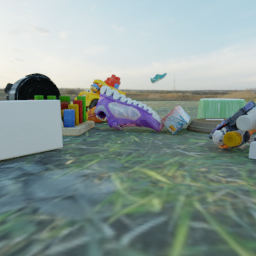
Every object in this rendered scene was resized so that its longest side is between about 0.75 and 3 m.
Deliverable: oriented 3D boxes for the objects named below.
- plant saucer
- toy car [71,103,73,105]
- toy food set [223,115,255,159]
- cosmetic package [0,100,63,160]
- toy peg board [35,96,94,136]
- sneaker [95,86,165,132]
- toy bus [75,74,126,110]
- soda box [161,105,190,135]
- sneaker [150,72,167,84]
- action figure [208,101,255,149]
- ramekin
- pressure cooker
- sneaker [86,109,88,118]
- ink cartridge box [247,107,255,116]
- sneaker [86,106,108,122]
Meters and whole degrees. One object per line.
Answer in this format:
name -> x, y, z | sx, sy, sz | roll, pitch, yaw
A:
plant saucer -> 3.561, -0.108, 10.561 | 2.660, 0.392, 2.660 | -1, 7, 0
toy car -> -3.407, -0.911, 16.086 | 1.748, 0.414, 1.857 | 15, 32, 43
toy food set -> 3.130, 0.180, 5.852 | 0.893, 0.947, 1.985 | -5, 11, -43
cosmetic package -> -2.606, 0.002, 6.154 | 0.970, 1.230, 2.286 | 2, 6, 33
toy peg board -> -2.791, -0.545, 10.342 | 2.632, 1.287, 2.621 | 0, 7, 5
sneaker -> -0.059, -0.428, 10.460 | 2.968, 1.312, 1.194 | 27, -10, 25
toy bus -> -1.361, -1.846, 15.070 | 2.456, 2.358, 1.667 | 17, 3, -40
soda box -> 1.777, -0.333, 10.171 | 0.647, 0.696, 2.034 | -42, -5, 16
sneaker -> 1.589, -2.642, 14.501 | 0.942, 0.375, 0.365 | -28, 13, -2
action figure -> 2.802, 0.082, 6.718 | 1.654, 0.894, 1.710 | -8, -25, -16
ramekin -> 4.354, -0.798, 13.052 | 2.273, 1.110, 2.273 | 0, 7, 0
pressure cooker -> -5.056, -1.615, 14.821 | 2.385, 2.348, 2.670 | -29, 19, -26
sneaker -> -3.015, -0.721, 14.596 | 0.789, 0.727, 1.973 | 0, -3, 38
ink cartridge box -> 5.943, -0.810, 15.095 | 1.088, 0.641, 1.890 | -4, 8, -28
sneaker -> -0.995, -0.833, 14.018 | 1.092, 1.033, 2.831 | -6, 0, 34
